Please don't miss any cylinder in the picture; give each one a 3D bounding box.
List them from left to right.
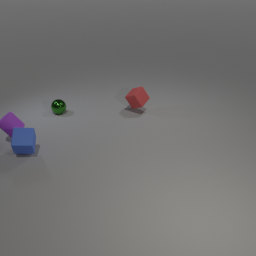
[{"bbox_3d":[-4.344,-0.127,10.401,0.700,0.700,0.700,-32,27,18],"label":"cylinder"}]

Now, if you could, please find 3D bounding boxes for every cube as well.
[{"bbox_3d":[-3.653,0.451,9.844,0.700,0.700,0.700,1,61,-11],"label":"cube"},{"bbox_3d":[0.432,-1.404,12.936,0.700,0.700,0.700,-4,39,49],"label":"cube"}]

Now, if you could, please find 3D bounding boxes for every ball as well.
[{"bbox_3d":[-3.224,-0.992,13.030,0.700,0.700,0.700,0,29,0],"label":"ball"}]
